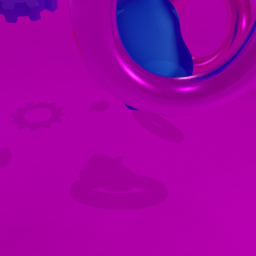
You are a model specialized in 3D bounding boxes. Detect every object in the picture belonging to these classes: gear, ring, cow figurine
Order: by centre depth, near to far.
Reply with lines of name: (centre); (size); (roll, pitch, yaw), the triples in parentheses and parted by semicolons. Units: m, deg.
ring: (0.471, -0.901, 2.213); (1.853, 1.853, 0.371); (-1, 35, -2)
cow figurine: (0.278, -1.069, 2.819); (1.599, 1.625, 0.892); (-23, 21, 42)
gear: (-1.924, -2.486, 4.823); (1.560, 0.288, 1.560); (4, 62, -8)
ring: (1.297, -1.803, 4.955); (0.357, 1.784, 1.784); (-16, 33, -39)
